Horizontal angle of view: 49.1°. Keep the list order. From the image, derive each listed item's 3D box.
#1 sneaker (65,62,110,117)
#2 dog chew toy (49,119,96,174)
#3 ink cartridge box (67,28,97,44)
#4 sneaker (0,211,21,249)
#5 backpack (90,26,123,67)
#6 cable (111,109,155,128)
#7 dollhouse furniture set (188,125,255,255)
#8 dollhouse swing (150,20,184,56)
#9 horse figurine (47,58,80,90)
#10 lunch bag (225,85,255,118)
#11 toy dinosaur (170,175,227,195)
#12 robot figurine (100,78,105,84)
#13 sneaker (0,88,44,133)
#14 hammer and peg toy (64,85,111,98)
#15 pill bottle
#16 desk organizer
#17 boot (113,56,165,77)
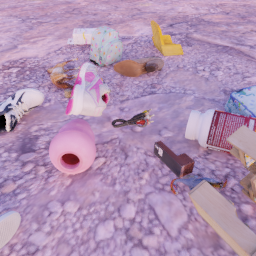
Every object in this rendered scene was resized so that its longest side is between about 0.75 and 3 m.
[{"bbox_3d":[-1.143,-1.112,8.734,1.135,1.047,2.573,19,38,-14],"label":"sneaker"},{"bbox_3d":[-1.641,0.432,8.767,1.369,1.369,2.198,-1,27,-1],"label":"dog chew toy"},{"bbox_3d":[-2.936,-6.029,18.378,2.114,0.712,1.238,-3,35,-4],"label":"ink cartridge box"},{"bbox_3d":[-3.556,2.461,6.320,1.173,0.746,2.057,20,40,31],"label":"sneaker"},{"bbox_3d":[-1.158,-4.383,14.999,1.462,1.907,1.676,27,42,31],"label":"backpack"},{"bbox_3d":[0.171,-0.164,9.586,1.529,0.385,0.742,-20,50,21],"label":"cable"},{"bbox_3d":[3.208,1.440,6.302,2.931,2.569,1.947,-38,43,-6],"label":"dollhouse furniture set"},{"bbox_3d":[2.337,-5.484,16.760,1.764,1.707,1.941,-7,35,-10],"label":"dollhouse swing"},{"bbox_3d":[-3.131,-2.594,13.495,1.713,0.645,2.585,-16,42,-2],"label":"horse figurine"},{"bbox_3d":[4.857,-0.564,10.153,1.853,0.950,2.305,-14,49,-21],"label":"lunch bag"},{"bbox_3d":[1.918,1.667,7.827,1.333,0.771,1.469,10,1,31],"label":"toy dinosaur"},{"bbox_3d":[-1.704,-2.229,13.060,1.259,0.366,0.913,16,15,36],"label":"robot figurine"},{"bbox_3d":[-4.154,-0.541,10.347,2.497,0.997,1.625,-19,41,-24],"label":"sneaker"},{"bbox_3d":[-1.805,-1.600,12.136,1.839,0.649,1.353,18,39,24],"label":"hammer and peg toy"},{"bbox_3d":[3.120,0.124,9.113,2.310,1.305,1.305,14,37,18],"label":"pill bottle"},{"bbox_3d":[1.411,0.906,8.732,0.525,0.489,1.364,-17,39,-26],"label":"desk organizer"},{"bbox_3d":[0.650,-3.286,14.531,2.448,0.860,1.790,6,28,12],"label":"boot"}]
